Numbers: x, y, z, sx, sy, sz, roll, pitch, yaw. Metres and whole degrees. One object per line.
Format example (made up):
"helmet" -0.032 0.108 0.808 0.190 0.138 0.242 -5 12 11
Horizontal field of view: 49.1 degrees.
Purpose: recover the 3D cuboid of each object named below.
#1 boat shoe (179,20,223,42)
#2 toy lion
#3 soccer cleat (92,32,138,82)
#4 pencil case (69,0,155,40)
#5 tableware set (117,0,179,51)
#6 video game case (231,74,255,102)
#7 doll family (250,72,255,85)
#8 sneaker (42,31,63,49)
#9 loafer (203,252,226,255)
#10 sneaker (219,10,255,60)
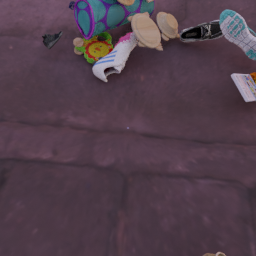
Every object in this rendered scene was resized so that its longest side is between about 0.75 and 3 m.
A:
"boat shoe" 2.498 -3.113 9.122 1.631 0.577 0.519 -10 14 15
"toy lion" -0.990 -2.670 9.168 1.338 0.479 1.396 27 59 9
"soccer cleat" -0.247 -2.107 8.490 1.801 0.629 0.777 -42 67 0
"pencil case" -0.413 -3.900 9.203 2.876 1.329 1.224 -32 94 -32
"tableware set" 0.570 -3.760 8.741 2.438 0.339 2.918 -28 91 -42
"video game case" 3.210 -1.086 7.504 1.120 0.101 0.802 -9 70 -46
"doll family" 4.111 -1.522 8.088 1.587 0.715 0.985 -38 43 -22
"sneaker" -2.419 -2.907 8.909 0.445 0.297 0.776 44 69 -16
"loafer" 2.296 3.121 4.586 0.889 1.002 2.636 -51 57 16
"sneaker" 3.439 -2.855 8.544 1.818 0.705 0.829 44 31 -12
